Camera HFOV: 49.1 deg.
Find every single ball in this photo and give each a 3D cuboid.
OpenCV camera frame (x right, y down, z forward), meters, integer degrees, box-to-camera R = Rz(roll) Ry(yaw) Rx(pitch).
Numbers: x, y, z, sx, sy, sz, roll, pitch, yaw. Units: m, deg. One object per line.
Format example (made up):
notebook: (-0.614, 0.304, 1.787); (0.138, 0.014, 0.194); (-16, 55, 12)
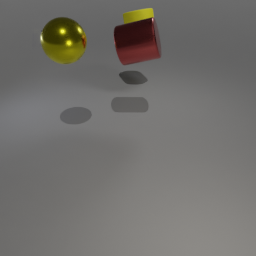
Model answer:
ball: (-1.976, -2.685, 8.671); (1.400, 1.400, 1.400); (0, 32, 0)

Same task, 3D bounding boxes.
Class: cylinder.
cylinder: (0.367, -3.035, 9.896); (1.400, 1.400, 1.400); (-8, 30, 15)
cylinder: (0.553, -4.706, 13.042); (1.400, 1.400, 1.400); (-9, 19, 3)
